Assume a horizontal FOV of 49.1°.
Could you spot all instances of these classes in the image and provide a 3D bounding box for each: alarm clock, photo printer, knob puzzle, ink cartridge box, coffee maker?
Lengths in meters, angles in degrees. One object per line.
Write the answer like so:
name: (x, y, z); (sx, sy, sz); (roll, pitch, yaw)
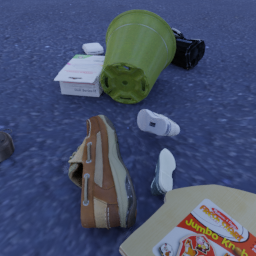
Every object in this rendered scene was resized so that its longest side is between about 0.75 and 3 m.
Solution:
alarm clock: (-3.247, 0.369, 6.883); (0.912, 0.450, 1.352); (3, 30, 4)
photo printer: (-1.618, -3.668, 13.059); (0.823, 0.343, 0.989); (-11, 34, -16)
knob puzzle: (1.599, 1.943, 4.293); (2.969, 0.412, 2.969); (6, 40, -5)
ink cartridge box: (-1.498, -1.769, 9.755); (1.389, 0.798, 2.371); (5, 34, 8)
coffee maker: (2.009, -3.125, 11.686); (1.829, 1.232, 1.757); (32, 84, 40)

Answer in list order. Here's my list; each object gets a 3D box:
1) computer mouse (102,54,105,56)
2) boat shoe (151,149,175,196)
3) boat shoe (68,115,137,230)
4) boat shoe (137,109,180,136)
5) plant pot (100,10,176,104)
computer mouse: (-1.115, -3.020, 12.234); (0.307, 0.178, 1.049); (8, 35, 10)
boat shoe: (0.713, 0.918, 5.954); (0.464, 0.393, 1.273); (41, 32, -16)
boat shoe: (-0.680, 0.724, 5.715); (1.108, 1.135, 2.999); (-10, 34, -10)
boat shoe: (0.754, -0.112, 7.065); (0.538, 0.546, 1.540); (11, 6, -27)
plant pot: (0.147, -2.120, 9.202); (2.556, 2.556, 2.427); (8, 47, 12)
